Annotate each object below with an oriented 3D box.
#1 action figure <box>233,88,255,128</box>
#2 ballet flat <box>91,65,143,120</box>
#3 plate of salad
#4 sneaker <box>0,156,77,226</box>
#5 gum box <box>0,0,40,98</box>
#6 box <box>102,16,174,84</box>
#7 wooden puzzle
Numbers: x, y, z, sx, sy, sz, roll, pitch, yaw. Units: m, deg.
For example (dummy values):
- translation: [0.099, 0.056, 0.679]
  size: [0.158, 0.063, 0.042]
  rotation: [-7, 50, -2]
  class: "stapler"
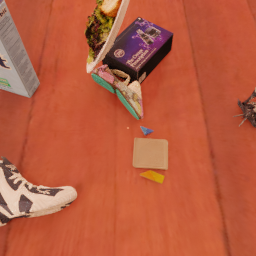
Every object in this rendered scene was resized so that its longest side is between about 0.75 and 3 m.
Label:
- translation: [3.502, -0.639, 7.179]
  size: [1.641, 0.837, 0.975]
  rotation: [-29, 75, -18]
  class: "action figure"
- translation: [-0.144, -1.089, 7.494]
  size: [0.729, 0.708, 2.048]
  rotation: [-41, 64, -11]
  class: "ballet flat"
- translation: [-0.518, -2.230, 5.667]
  size: [0.548, 2.283, 2.283]
  rotation: [18, 58, -19]
  class: "plate of salad"
- translation: [-2.308, 1.206, 6.046]
  size: [2.232, 0.891, 1.452]
  rotation: [-16, 69, 2]
  class: "sneaker"
- translation: [-3.660, -2.038, 6.882]
  size: [2.292, 2.697, 0.601]
  rotation: [18, 61, 9]
  class: "gum box"
- translation: [0.287, -2.257, 8.174]
  size: [1.293, 0.723, 1.833]
  rotation: [31, 65, 19]
  class: "box"
- translation: [0.550, 0.637, 6.829]
  size: [0.921, 0.160, 1.366]
  rotation: [12, 61, 2]
  class: "wooden puzzle"
